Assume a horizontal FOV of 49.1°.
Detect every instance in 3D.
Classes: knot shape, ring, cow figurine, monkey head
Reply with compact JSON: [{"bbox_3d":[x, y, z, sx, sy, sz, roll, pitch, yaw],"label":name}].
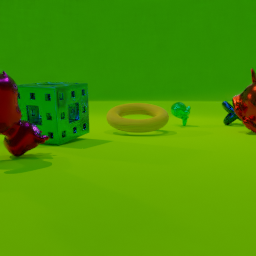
[{"bbox_3d":[3.949,-0.516,9.589,1.364,0.673,1.457,1,21,11],"label":"knot shape"},{"bbox_3d":[0.253,-0.298,7.413,1.654,0.331,1.654,0,22,0],"label":"ring"},{"bbox_3d":[-1.733,-0.194,4.068,1.236,1.256,0.690,-1,21,-42],"label":"cow figurine"},{"bbox_3d":[3.467,-0.511,7.225,1.178,1.954,1.406,-37,-25,22],"label":"monkey head"},{"bbox_3d":[1.695,-0.469,9.178,0.625,0.747,1.038,9,16,6],"label":"monkey head"}]

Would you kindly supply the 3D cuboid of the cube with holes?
[{"bbox_3d":[-1.584,-0.365,5.882,1.099,1.099,1.099,6,15,24],"label":"cube with holes"}]
